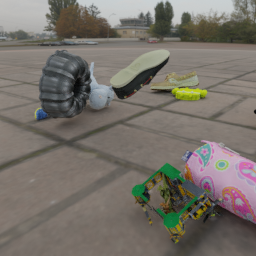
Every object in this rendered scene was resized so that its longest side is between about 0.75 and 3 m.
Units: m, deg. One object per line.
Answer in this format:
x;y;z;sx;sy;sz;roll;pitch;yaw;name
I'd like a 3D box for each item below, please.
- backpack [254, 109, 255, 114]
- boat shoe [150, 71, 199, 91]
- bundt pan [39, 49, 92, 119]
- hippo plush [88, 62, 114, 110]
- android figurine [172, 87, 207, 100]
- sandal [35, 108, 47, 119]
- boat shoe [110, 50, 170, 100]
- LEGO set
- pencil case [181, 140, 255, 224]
6.390;-0.680;9.422;2.819;2.171;2.685;-4;31;-20;backpack
2.619;-2.705;16.019;2.880;0.956;1.066;-9;7;-14;boat shoe
-2.109;-1.519;10.275;0.969;2.583;2.583;12;23;15;bundt pan
-1.661;-1.488;12.784;1.869;1.852;2.325;32;35;5;hippo plush
3.245;-1.836;14.866;1.799;0.406;1.976;9;20;23;android figurine
-3.379;-0.622;11.505;0.481;0.439;1.104;12;24;19;sandal
0.424;-1.680;8.591;2.138;0.670;0.782;-38;46;-14;boat shoe
0.918;1.503;5.421;1.229;0.926;1.599;-44;35;-20;LEGO set
2.393;1.168;5.384;1.232;1.232;2.818;-13;25;-33;pencil case
